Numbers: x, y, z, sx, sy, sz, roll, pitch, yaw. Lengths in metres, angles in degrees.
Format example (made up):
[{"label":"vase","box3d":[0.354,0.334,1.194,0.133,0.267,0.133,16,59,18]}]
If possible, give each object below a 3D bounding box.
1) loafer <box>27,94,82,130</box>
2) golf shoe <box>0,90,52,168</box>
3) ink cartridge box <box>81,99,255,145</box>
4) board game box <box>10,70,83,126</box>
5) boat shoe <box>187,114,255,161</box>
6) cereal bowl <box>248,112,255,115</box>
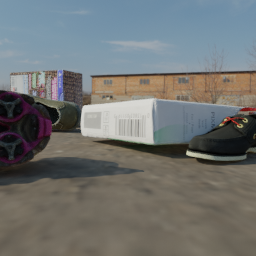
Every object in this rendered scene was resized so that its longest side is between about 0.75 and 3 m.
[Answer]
[{"label":"loafer","box3d":[-2.706,-0.456,7.606,2.826,1.063,0.984,1,0,15]},{"label":"golf shoe","box3d":[-2.055,0.068,2.758,2.452,0.890,1.129,6,-11,-21]},{"label":"ink cartridge box","box3d":[0.845,-0.085,5.135,2.758,0.691,2.219,3,-1,-33]},{"label":"board game box","box3d":[-2.784,-0.977,9.572,2.262,1.803,1.095,3,5,24]},{"label":"boat shoe","box3d":[1.413,0.090,3.781,1.840,0.576,0.673,-7,13,-42]},{"label":"cereal bowl","box3d":[2.798,0.002,4.776,1.380,0.575,1.380,0,5,0]}]
